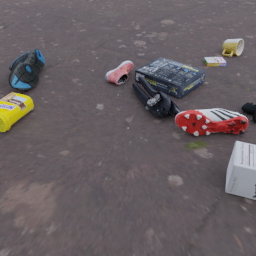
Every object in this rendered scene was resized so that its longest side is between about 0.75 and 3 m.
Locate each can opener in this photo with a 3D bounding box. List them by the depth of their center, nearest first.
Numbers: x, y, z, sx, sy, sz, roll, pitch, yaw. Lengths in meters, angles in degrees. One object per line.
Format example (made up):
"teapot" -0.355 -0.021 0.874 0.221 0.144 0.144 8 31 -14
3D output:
"can opener" 0.782 -1.099 9.880 0.811 1.006 2.558 -47 41 4

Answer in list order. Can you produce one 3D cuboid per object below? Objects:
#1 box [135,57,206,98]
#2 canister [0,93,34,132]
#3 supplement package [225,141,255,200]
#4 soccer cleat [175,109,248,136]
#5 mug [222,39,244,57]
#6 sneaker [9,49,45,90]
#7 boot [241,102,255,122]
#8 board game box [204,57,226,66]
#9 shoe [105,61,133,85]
"box" 1.662 -2.068 11.166 2.236 0.570 1.763 27 46 32
"canister" -3.919 -0.563 9.130 1.053 0.614 1.418 13 37 17
"supplement package" 3.243 1.093 6.591 1.630 0.953 0.956 12 38 15
"soccer cleat" 2.535 -0.245 8.650 2.244 0.770 0.956 2 27 -1
"mug" 5.012 -3.944 13.583 0.977 0.782 0.802 -24 35 -38
"sneaker" -4.226 -2.227 11.284 1.130 1.010 2.758 -16 32 13
"boot" 4.138 -0.537 9.312 0.909 0.336 0.745 -23 44 -39
"board game box" 3.972 -3.040 12.811 0.856 0.173 0.655 -1 37 -1
"shoe" -0.160 -2.231 11.462 0.688 0.541 1.513 30 51 32
